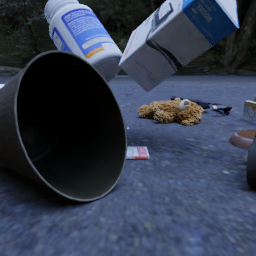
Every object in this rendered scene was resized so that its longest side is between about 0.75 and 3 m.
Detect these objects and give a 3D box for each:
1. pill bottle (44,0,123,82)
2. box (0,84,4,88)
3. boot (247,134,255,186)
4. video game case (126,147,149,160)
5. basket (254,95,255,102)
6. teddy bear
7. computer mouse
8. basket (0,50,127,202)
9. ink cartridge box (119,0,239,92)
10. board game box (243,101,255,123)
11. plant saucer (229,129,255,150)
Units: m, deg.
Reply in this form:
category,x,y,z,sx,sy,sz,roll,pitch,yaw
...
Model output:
category,x,y,z,sx,sy,sz,roll,pitch,yaw
pill bottle,-1.487,-2.832,8.903,1.607,2.867,1.607,-29,-16,-10
box,-4.112,-0.364,7.918,2.475,1.626,2.488,4,14,15
boot,3.582,0.506,5.424,2.028,1.021,2.712,0,22,33
video game case,-0.052,0.631,7.070,1.110,0.097,0.794,-1,13,-2
basket,6.683,-1.282,13.791,0.609,0.757,0.750,-12,17,-35
teddy bear,1.663,-0.774,11.333,1.968,0.906,2.714,-9,16,-27
computer mouse,3.312,-0.915,12.726,2.654,0.611,1.863,7,10,-12
basket,-1.742,0.028,5.485,2.832,2.554,1.926,0,32,46
ink cartridge box,1.242,-2.513,7.232,2.816,1.186,2.036,-33,27,38
board game box,4.915,-0.617,10.917,0.195,0.766,1.139,-2,13,-10
plant saucer,3.795,0.321,8.004,1.700,0.293,1.700,1,14,0
